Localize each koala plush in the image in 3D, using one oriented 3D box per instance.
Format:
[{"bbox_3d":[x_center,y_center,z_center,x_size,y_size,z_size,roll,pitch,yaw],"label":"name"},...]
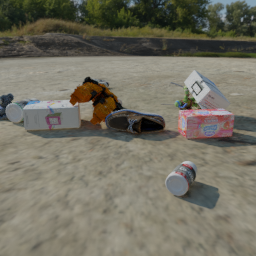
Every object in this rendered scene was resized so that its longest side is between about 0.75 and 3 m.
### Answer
[{"bbox_3d":[-4.676,-0.848,10.770,0.862,0.938,0.832,8,19,23],"label":"koala plush"}]

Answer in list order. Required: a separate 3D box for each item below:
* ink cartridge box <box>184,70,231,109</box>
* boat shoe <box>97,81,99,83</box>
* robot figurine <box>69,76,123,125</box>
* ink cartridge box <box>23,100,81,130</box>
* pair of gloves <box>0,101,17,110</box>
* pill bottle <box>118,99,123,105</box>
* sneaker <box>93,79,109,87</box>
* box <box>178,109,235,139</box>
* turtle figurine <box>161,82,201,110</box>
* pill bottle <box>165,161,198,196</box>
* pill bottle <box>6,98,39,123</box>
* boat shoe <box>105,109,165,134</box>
[{"bbox_3d":[3.081,-1.253,10.730,1.191,0.697,2.054,25,29,-28],"label":"ink cartridge box"},{"bbox_3d":[-1.918,-2.110,15.105,0.746,0.683,1.996,1,18,4],"label":"boat shoe"},{"bbox_3d":[-1.137,-1.049,10.612,2.050,0.823,2.828,44,14,-2],"label":"robot figurine"},{"bbox_3d":[-2.621,-0.496,9.926,1.843,0.780,1.332,-2,18,-9],"label":"ink cartridge box"},{"bbox_3d":[-5.725,-0.876,11.981,2.357,0.268,1.895,-17,25,-41],"label":"pair of gloves"},{"bbox_3d":[-0.592,-1.136,12.460,0.464,0.464,0.776,-8,19,-22],"label":"pill bottle"},{"bbox_3d":[-1.786,-2.770,17.452,1.343,0.527,0.533,19,28,19],"label":"sneaker"},{"bbox_3d":[2.468,-0.155,8.939,1.559,0.738,0.800,-3,18,-9],"label":"box"},{"bbox_3d":[2.481,-1.334,12.023,1.522,1.130,1.570,-3,21,-26],"label":"turtle figurine"},{"bbox_3d":[1.132,1.007,5.776,0.466,0.466,0.819,10,21,27],"label":"pill bottle"},{"bbox_3d":[-3.929,-0.708,10.679,0.740,0.740,1.308,6,18,17],"label":"pill bottle"},{"bbox_3d":[0.257,-0.187,9.105,1.983,0.716,0.718,-2,20,-6],"label":"boat shoe"}]
